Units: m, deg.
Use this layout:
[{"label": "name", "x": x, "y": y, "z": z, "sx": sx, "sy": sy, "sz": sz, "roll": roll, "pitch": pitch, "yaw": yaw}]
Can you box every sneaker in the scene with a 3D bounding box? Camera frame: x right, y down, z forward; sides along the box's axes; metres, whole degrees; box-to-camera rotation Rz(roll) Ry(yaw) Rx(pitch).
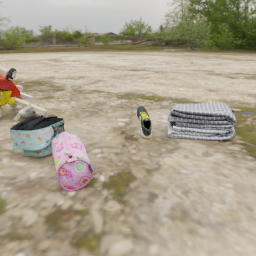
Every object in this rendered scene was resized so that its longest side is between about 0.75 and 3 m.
[{"label": "sneaker", "x": 0.601, "y": -0.278, "z": 9.459, "sx": 0.455, "sy": 0.518, "sz": 1.223, "roll": -9, "pitch": 63, "yaw": -12}]

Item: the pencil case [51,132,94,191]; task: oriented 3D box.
[{"label": "pencil case", "x": -1.443, "y": 0.739, "z": 7.046, "sx": 0.885, "sy": 0.885, "sz": 2.024, "roll": -6, "pitch": 19, "yaw": -16}]

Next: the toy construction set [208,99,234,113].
[{"label": "toy construction set", "x": 3.816, "y": -0.734, "z": 11.593, "sx": 0.900, "sy": 0.632, "sz": 1.373, "roll": 23, "pitch": 27, "yaw": -6}]

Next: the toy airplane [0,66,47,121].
[{"label": "toy airplane", "x": -5.184, "y": -1.249, "z": 11.638, "sx": 2.886, "sy": 2.037, "sz": 2.874, "roll": 7, "pitch": -20, "yaw": 43}]

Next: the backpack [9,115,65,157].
[{"label": "backpack", "x": -2.634, "y": 0.235, "z": 8.091, "sx": 1.251, "sy": 1.091, "sz": 1.423, "roll": 5, "pitch": 10, "yaw": 21}]

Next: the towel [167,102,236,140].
[{"label": "towel", "x": 2.554, "y": -0.352, "z": 9.966, "sx": 2.288, "sy": 0.979, "sz": 1.895, "roll": 4, "pitch": 19, "yaw": 11}]
